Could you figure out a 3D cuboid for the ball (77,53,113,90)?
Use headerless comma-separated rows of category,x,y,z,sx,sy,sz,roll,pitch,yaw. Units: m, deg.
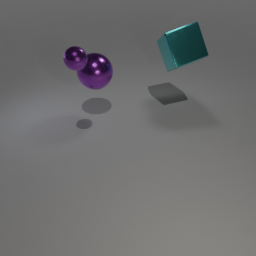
ball,-1.277,-2.191,10.841,1.400,1.400,1.400,0,34,0

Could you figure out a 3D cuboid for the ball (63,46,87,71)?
ball,-1.540,-2.036,8.206,0.700,0.700,0.700,0,34,0

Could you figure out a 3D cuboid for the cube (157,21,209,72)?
cube,2.168,-3.237,11.332,1.400,1.400,1.400,-21,8,-5
